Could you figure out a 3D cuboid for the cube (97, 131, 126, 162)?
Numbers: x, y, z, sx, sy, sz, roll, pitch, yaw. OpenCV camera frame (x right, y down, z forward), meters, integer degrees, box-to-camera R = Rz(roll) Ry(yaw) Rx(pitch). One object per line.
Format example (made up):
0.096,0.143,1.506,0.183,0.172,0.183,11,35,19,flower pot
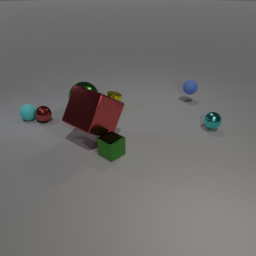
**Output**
-0.567,0.630,9.726,0.700,0.700,0.700,23,36,37,cube

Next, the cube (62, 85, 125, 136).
-1.239,-0.574,10.088,1.400,1.400,1.400,23,4,34,cube

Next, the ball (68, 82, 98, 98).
-2.005,-1.412,12.789,1.400,1.400,1.400,0,28,0,ball

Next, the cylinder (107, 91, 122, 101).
-0.694,-1.299,13.172,0.700,0.700,0.700,12,23,-5,cylinder

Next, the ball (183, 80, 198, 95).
3.046,-1.985,13.699,0.700,0.700,0.700,0,28,0,ball

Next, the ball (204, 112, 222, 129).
3.418,-0.302,11.295,0.700,0.700,0.700,0,28,0,ball

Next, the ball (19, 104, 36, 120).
-4.340,-0.679,12.160,0.700,0.700,0.700,0,28,0,ball

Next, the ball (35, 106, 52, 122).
-3.630,-0.609,12.024,0.700,0.700,0.700,0,28,0,ball
